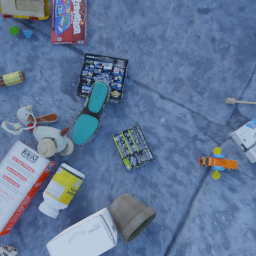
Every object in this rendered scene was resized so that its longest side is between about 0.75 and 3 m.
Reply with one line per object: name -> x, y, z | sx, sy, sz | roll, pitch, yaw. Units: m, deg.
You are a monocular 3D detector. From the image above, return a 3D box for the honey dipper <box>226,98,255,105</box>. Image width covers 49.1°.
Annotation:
honey dipper -> 4.365, -0.976, 10.662 | 1.241, 0.236, 0.236 | 6, 77, -1

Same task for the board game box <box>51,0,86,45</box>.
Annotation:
board game box -> -2.407, -4.714, 11.498 | 1.381, 0.261, 2.683 | -2, 77, -1

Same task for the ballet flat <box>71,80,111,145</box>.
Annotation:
ballet flat -> -1.284, -0.550, 10.167 | 0.934, 0.934, 2.516 | 31, 104, 7

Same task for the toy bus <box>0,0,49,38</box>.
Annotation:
toy bus -> -4.181, -4.884, 11.086 | 2.034, 1.114, 2.156 | -37, 109, 16

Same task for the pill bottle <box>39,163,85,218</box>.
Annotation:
pill bottle -> -2.284, 2.136, 9.558 | 0.944, 0.944, 1.685 | 29, 79, 6

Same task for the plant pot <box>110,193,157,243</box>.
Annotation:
plant pot -> 0.071, 2.869, 9.306 | 1.382, 1.382, 1.199 | -41, 64, -9

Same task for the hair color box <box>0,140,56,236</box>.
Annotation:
hair color box -> -3.955, 2.016, 9.618 | 1.465, 0.884, 2.887 | 32, 80, 8

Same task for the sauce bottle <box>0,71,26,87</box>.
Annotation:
sauce bottle -> -4.653, -1.830, 10.736 | 1.354, 0.447, 0.447 | -15, 77, -5

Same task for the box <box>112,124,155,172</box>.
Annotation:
box -> 0.178, 0.723, 10.214 | 1.131, 0.313, 1.412 | -24, 78, -5

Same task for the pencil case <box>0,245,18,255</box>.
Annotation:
pencil case -> -4.236, 4.591, 9.163 | 0.668, 0.581, 1.493 | 22, 76, 34

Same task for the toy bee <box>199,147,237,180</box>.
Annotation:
toy bee -> 2.997, 1.158, 9.941 | 1.654, 0.899, 1.083 | 34, 70, -18

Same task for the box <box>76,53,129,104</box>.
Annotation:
box -> -0.960, -1.921, 10.766 | 1.737, 0.431, 1.724 | 9, 78, 2

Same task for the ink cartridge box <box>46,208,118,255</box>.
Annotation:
ink cartridge box -> -1.258, 3.328, 8.557 | 1.715, 2.355, 0.998 | -28, 79, -6

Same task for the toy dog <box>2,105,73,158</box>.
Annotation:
toy dog -> -2.907, -0.054, 9.840 | 2.525, 1.665, 1.216 | 36, 109, 0

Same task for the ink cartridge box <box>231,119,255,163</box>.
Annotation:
ink cartridge box -> 4.552, 0.471, 10.150 | 0.931, 0.537, 1.284 | -33, 79, -7
